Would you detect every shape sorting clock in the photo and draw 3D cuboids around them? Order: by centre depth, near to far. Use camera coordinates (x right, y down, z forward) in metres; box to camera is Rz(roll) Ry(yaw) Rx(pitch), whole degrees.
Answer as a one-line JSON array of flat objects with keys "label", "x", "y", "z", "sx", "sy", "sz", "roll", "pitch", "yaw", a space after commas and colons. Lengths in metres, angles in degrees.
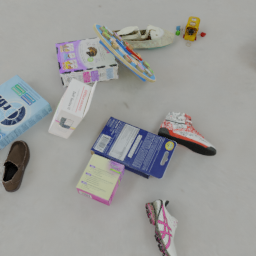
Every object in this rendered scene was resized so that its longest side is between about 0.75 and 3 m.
[{"label": "shape sorting clock", "x": -0.045, "y": -2.457, "z": 9.093, "sx": 0.519, "sy": 2.645, "sz": 2.645, "roll": -47, "pitch": 64, "yaw": 16}]

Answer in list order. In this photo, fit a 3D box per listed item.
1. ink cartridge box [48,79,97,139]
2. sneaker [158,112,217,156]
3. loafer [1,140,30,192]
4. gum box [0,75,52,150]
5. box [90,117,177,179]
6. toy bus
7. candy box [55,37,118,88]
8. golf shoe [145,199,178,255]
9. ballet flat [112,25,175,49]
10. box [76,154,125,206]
[{"label": "ink cartridge box", "x": -1.622, "y": -0.604, "z": 8.064, "sx": 0.658, "sy": 1.954, "sz": 1.144, "roll": 23, "pitch": 57, "yaw": -19}, {"label": "sneaker", "x": 1.894, "y": 0.110, "z": 8.453, "sx": 1.811, "sy": 0.605, "sz": 0.970, "roll": 21, "pitch": 63, "yaw": 15}, {"label": "loafer", "x": -3.179, "y": 0.991, "z": 7.937, "sx": 0.575, "sy": 0.559, "sz": 1.575, "roll": -3, "pitch": 58, "yaw": -2}, {"label": "gum box", "x": -3.835, "y": -0.525, "z": 8.925, "sx": 1.805, "sy": 0.473, "sz": 2.125, "roll": 39, "pitch": 66, "yaw": 21}, {"label": "box", "x": 0.186, "y": 0.609, "z": 8.275, "sx": 2.223, "sy": 0.360, "sz": 1.347, "roll": 21, "pitch": 59, "yaw": 14}, {"label": "toy bus", "x": 2.485, "y": -3.860, "z": 10.927, "sx": 1.036, "sy": 0.567, "sz": 1.098, "roll": -25, "pitch": 61, "yaw": -15}, {"label": "candy box", "x": -1.447, "y": -2.355, "z": 9.838, "sx": 1.954, "sy": 0.699, "sz": 1.639, "roll": -11, "pitch": 54, "yaw": -8}, {"label": "golf shoe", "x": 0.968, "y": 2.521, "z": 6.994, "sx": 0.713, "sy": 0.562, "sz": 1.548, "roll": -13, "pitch": 59, "yaw": -8}, {"label": "ballet flat", "x": 0.572, "y": -3.434, "z": 10.513, "sx": 2.609, "sy": 0.814, "sz": 0.880, "roll": -11, "pitch": 57, "yaw": -7}, {"label": "box", "x": -0.733, "y": 1.414, "z": 7.699, "sx": 0.951, "sy": 0.523, "sz": 1.082, "roll": 19, "pitch": 61, "yaw": 11}]
